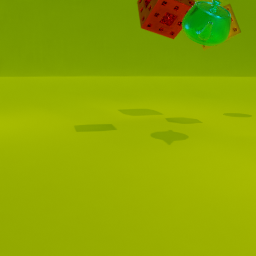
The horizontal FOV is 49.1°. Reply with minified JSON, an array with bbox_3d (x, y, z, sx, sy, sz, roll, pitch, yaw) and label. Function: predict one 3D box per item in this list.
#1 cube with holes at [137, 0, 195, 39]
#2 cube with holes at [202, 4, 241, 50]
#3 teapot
[{"bbox_3d":[1.179,-3.843,8.798,1.255,1.255,1.255,9,-32,-25],"label":"cube with holes"},{"bbox_3d":[2.353,-2.657,7.469,0.777,0.777,0.777,-23,4,-2],"label":"cube with holes"},{"bbox_3d":[1.529,-2.031,5.320,0.947,0.746,1.523,21,43,3],"label":"teapot"}]
